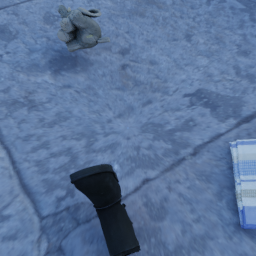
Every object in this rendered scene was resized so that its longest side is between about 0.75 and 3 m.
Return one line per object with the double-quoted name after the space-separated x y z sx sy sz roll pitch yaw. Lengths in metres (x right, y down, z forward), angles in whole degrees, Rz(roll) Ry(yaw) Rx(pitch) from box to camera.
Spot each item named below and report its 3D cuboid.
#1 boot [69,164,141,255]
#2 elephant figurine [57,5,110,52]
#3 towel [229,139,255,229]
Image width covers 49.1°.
-0.390 1.756 5.714 0.804 2.173 1.780 -19 71 4 "boot"
-1.612 -3.694 9.859 1.490 1.634 2.106 -27 34 21 "elephant figurine"
3.606 1.328 7.018 1.818 0.295 2.476 -4 54 16 "towel"
